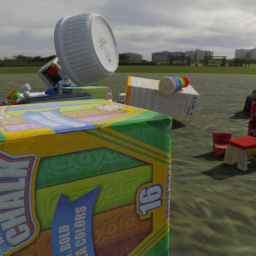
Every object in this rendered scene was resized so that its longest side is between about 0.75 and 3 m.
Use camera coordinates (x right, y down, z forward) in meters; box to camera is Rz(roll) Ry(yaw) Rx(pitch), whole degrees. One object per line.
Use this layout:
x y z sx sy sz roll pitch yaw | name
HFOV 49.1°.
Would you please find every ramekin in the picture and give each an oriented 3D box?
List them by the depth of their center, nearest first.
-1.141 -2.419 8.499 1.117 2.129 2.129 -8 10 22 | ramekin

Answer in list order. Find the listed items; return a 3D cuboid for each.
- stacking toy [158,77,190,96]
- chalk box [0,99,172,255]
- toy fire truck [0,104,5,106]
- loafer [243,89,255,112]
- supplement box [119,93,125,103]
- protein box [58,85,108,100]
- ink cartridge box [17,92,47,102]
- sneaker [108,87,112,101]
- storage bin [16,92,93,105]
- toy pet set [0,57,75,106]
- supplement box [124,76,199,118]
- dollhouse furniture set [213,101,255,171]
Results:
1.708 -1.540 9.926 0.646 0.646 1.514 10 18 36 | stacking toy
-1.193 0.740 3.192 2.944 1.831 1.822 -10 16 -31 | chalk box
-4.127 -0.122 9.091 1.278 0.853 1.522 27 19 7 | toy fire truck
6.028 -1.107 12.828 0.948 0.970 2.659 20 27 29 | loafer
0.161 -1.687 15.805 1.224 0.450 0.771 2 14 7 | supplement box
-1.526 -0.709 9.763 1.441 1.451 0.979 -11 18 -38 | protein box
-3.289 -0.968 11.801 2.351 0.973 1.722 -9 17 -33 | ink cartridge box
-1.494 -1.393 13.590 1.031 0.955 2.557 4 15 14 | sneaker
-1.546 0.170 6.724 2.010 1.463 1.350 -10 51 -36 | storage bin
-2.929 -1.414 10.463 2.727 1.448 2.546 -27 26 21 | toy pet set
1.218 -1.222 10.890 2.649 0.974 1.670 8 21 -2 | supplement box
3.414 0.035 7.292 2.944 1.197 1.584 -8 16 -28 | dollhouse furniture set
